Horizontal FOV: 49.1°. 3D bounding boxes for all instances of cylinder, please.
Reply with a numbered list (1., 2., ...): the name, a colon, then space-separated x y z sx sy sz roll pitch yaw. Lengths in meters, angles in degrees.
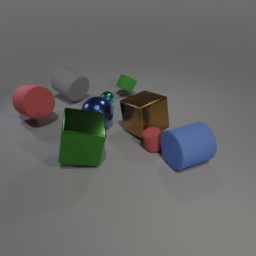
1. cylinder: -2.934 -2.255 14.243 1.400 1.400 1.400 32 42 27
2. cylinder: 0.936 0.432 10.588 0.700 0.700 0.700 -11 32 7
3. cylinder: -4.104 -1.146 12.178 1.400 1.400 1.400 -24 23 -34
4. cylinder: 2.088 0.613 9.747 1.400 1.400 1.400 -15 34 -22

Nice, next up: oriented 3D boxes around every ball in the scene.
1. ball: -0.986 -1.400 13.320 0.700 0.700 0.700 0 31 0
2. ball: -1.306 -0.644 11.887 1.400 1.400 1.400 0 31 0

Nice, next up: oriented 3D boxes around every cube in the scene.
1. cube: 0.689 -0.574 11.513 1.400 1.400 1.400 -25 31 -29
2. cube: -0.077 -2.362 14.821 0.700 0.700 0.700 21 6 -36
3. cube: -1.602 0.311 9.714 1.400 1.400 1.400 7 35 -14
